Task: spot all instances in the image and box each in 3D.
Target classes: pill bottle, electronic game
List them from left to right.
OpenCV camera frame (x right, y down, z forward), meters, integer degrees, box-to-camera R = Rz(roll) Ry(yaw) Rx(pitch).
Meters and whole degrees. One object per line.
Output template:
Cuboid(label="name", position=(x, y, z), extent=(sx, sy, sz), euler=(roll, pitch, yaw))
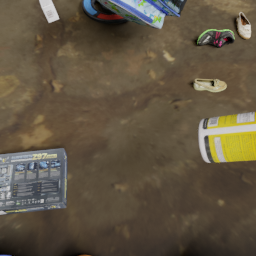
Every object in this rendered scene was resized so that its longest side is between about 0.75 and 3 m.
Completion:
Cuboid(label="electronic game", position=(-0.646, -5.118, 11.489), extent=(2.469, 0.514, 2.469), euler=(0, 58, 0))
Cuboid(label="pill bottle", position=(2.082, 0.160, 4.994), extent=(1.486, 0.849, 0.849), euler=(-7, 54, 29))

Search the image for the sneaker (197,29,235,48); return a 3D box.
Cuboid(label="sneaker", position=(3.272, -3.283, 10.338), extent=(1.445, 0.555, 0.605), euler=(-10, 55, -5))

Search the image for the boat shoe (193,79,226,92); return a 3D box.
Cuboid(label="boat shoe", position=(2.742, -1.466, 9.325), extent=(1.109, 0.349, 0.405), euler=(5, 58, 3))

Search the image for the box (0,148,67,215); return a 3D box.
Cuboid(label="box", position=(-2.650, 1.407, 7.451), extent=(1.994, 0.509, 1.573), euler=(-6, 59, -3))

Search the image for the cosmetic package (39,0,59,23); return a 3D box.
Cuboid(label="cosmetic package", position=(-2.285, -3.465, 8.034), extent=(0.347, 0.476, 0.936), euler=(-22, 50, -3))

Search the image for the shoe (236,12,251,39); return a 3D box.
Cuboid(label="shoe", position=(4.480, -3.979, 10.884), extent=(0.450, 0.344, 1.287), euler=(-2, 58, -1))

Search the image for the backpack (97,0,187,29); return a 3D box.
Cuboid(label="backpack", position=(0.127, -4.221, 7.795), extent=(2.639, 2.884, 2.119), euler=(41, 105, 41))
